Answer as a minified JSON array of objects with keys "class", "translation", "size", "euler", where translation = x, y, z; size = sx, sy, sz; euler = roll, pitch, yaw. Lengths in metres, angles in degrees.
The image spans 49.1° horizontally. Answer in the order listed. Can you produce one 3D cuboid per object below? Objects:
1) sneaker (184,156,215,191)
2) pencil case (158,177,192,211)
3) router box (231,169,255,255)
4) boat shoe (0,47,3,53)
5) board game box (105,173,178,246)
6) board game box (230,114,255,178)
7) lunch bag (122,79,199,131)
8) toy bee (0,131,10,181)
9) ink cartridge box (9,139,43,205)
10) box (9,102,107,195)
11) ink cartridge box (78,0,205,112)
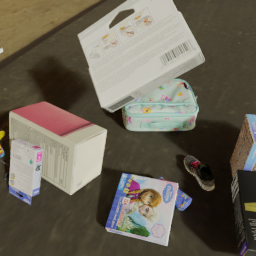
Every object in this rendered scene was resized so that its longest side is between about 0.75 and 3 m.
[{"class":"sneaker","translation":[1.720,0.971,6.691],"size":[0.390,0.463,1.058],"euler":[-15,43,-17]},{"class":"pencil case","translation":[0.954,1.466,6.204],"size":[0.900,0.351,0.391],"euler":[32,74,30]},{"class":"router box","translation":[3.191,1.753,5.203],"size":[2.249,0.587,1.769],"euler":[7,41,9]},{"class":"boat shoe","translation":[-6.123,-3.396,11.713],"size":[1.738,0.492,0.597],"euler":[6,41,6]},{"class":"board game box","translation":[0.315,1.632,5.810],"size":[1.255,0.259,1.258],"euler":[8,55,15]},{"class":"board game box","translation":[3.488,0.638,6.245],"size":[1.935,1.543,0.937],"euler":[5,41,7]},{"class":"lunch bag","translation":[0.935,-0.677,8.289],"size":[2.246,0.866,1.801],"euler":[-2,41,-3]},{"class":"toy bee","translation":[-3.397,0.459,6.911],"size":[1.798,0.977,1.177],"euler":[8,40,9]},{"class":"ink cartridge box","translation":[-2.274,0.959,6.201],"size":[0.770,1.290,0.271],"euler":[17,14,27]},{"class":"box","translation":[-1.670,0.379,6.575],"size":[2.033,1.300,1.108],"euler":[24,29,24]},{"class":"ink cartridge box","translation":[0.153,-1.665,5.804],"size":[2.207,0.481,1.916],"euler":[-27,68,19]}]
